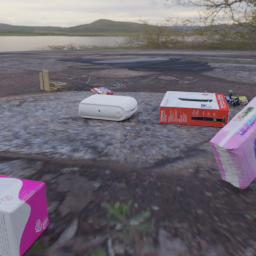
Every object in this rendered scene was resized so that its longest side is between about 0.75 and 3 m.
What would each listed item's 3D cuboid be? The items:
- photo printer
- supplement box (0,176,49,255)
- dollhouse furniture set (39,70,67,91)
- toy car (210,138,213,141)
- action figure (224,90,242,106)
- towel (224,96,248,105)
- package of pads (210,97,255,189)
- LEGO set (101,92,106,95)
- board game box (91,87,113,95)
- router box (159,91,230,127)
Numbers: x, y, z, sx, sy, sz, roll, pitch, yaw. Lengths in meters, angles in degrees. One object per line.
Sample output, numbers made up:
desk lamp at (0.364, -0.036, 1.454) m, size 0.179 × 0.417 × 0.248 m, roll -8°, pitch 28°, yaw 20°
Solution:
photo printer at (-0.613, -0.750, 10.008) m, size 1.817 × 0.631 × 1.512 m, roll 6°, pitch 20°, yaw 15°
supplement box at (-2.078, 1.205, 4.130) m, size 1.573 × 0.813 × 0.796 m, roll 5°, pitch 19°, yaw 16°
dollhouse furniture set at (-3.956, -2.593, 14.738) m, size 1.183 × 1.013 × 1.243 m, roll 17°, pitch 25°, yaw 40°
toy car at (2.764, 0.146, 6.836) m, size 1.203 × 0.285 × 1.278 m, roll -18°, pitch 4°, yaw 40°
action figure at (4.174, -1.163, 11.317) m, size 1.049 × 0.535 × 0.623 m, roll -8°, pitch 43°, yaw -16°
towel at (4.346, -1.251, 12.154) m, size 1.583 × 0.180 × 1.137 m, roll 7°, pitch 21°, yaw 18°
package of pads at (2.391, 0.209, 5.379) m, size 1.738 × 1.047 × 0.658 m, roll -39°, pitch 33°, yaw -21°
LEGO set at (-1.074, -1.203, 11.340) m, size 0.394 × 0.488 × 1.060 m, roll -20°, pitch 35°, yaw -20°
board game box at (-1.309, -1.812, 13.838) m, size 0.744 × 0.141 × 1.445 m, roll -8°, pitch 21°, yaw -20°
router box at (2.352, -0.741, 10.033) m, size 2.191 × 0.596 × 2.441 m, roll 4°, pitch 20°, yaw 12°
